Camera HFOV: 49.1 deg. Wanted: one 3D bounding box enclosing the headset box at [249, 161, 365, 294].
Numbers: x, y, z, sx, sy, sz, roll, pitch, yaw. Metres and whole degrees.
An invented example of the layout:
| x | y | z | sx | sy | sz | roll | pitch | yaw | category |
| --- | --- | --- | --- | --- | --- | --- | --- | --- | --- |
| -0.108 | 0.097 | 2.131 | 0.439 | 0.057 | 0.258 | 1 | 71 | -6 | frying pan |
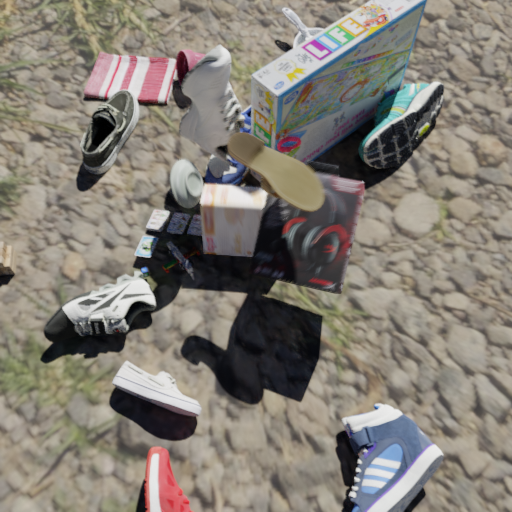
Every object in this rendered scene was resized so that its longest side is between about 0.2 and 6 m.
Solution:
| x | y | z | sx | sy | sz | roll | pitch | yaw | category |
| --- | --- | --- | --- | --- | --- | --- | --- | --- | --- |
| 0.936 | -0.561 | 9.899 | 1.627 | 0.821 | 2.189 | 14 | 90 | 13 | headset box |

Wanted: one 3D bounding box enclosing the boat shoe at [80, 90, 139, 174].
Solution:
| x | y | z | sx | sy | sz | roll | pitch | yaw | category |
| --- | --- | --- | --- | --- | --- | --- | --- | --- | --- |
| -3.421 | -3.102 | 13.157 | 0.880 | 0.793 | 2.490 | 9 | 60 | 6 | boat shoe |

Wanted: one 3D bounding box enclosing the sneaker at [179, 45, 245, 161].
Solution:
| x | y | z | sx | sy | sz | roll | pitch | yaw | category |
| --- | --- | --- | --- | --- | --- | --- | --- | --- | --- |
| -0.736 | -3.001 | 11.194 | 1.302 | 2.990 | 1.114 | 41 | 72 | 6 | sneaker |

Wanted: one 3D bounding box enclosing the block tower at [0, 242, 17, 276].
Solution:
| x | y | z | sx | sy | sz | roll | pitch | yaw | category |
| --- | --- | --- | --- | --- | --- | --- | --- | --- | --- |
| -5.950 | 0.130 | 11.396 | 1.929 | 0.521 | 0.558 | -7 | 58 | -5 | block tower |

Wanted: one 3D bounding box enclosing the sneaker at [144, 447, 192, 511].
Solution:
| x | y | z | sx | sy | sz | roll | pitch | yaw | category |
| --- | --- | --- | --- | --- | --- | --- | --- | --- | --- |
| -1.036 | 4.199 | 8.860 | 1.366 | 0.926 | 2.364 | -4 | 71 | -12 | sneaker |

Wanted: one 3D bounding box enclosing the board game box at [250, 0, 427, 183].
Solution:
| x | y | z | sx | sy | sz | roll | pitch | yaw | category |
| --- | --- | --- | --- | --- | --- | --- | --- | --- | --- |
| 1.724 | -3.646 | 12.259 | 4.372 | 2.939 | 0.748 | -38 | 67 | -21 | board game box |

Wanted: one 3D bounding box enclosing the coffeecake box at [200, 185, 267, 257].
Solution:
| x | y | z | sx | sy | sz | roll | pitch | yaw | category |
| --- | --- | --- | --- | --- | --- | --- | --- | --- | --- |
| -0.188 | -0.676 | 11.325 | 1.774 | 1.361 | 0.648 | 4 | 44 | 2 | coffeecake box |

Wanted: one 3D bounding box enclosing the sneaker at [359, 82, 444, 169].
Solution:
| x | y | z | sx | sy | sz | roll | pitch | yaw | category |
| --- | --- | --- | --- | --- | --- | --- | --- | --- | --- |
| 3.283 | -3.110 | 13.217 | 1.199 | 1.167 | 3.011 | 23 | 55 | 36 | sneaker |

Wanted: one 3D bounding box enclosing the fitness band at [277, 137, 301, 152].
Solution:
| x | y | z | sx | sy | sz | roll | pitch | yaw | category |
| --- | --- | --- | --- | --- | --- | --- | --- | --- | --- |
| 0.664 | -2.259 | 11.312 | 0.527 | 0.378 | 0.099 | -6 | 63 | -35 | fitness band |

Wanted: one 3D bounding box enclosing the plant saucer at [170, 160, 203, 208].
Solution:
| x | y | z | sx | sy | sz | roll | pitch | yaw | category |
| --- | --- | --- | --- | --- | --- | --- | --- | --- | --- |
| -1.233 | -1.352 | 10.446 | 0.226 | 0.900 | 0.900 | -3 | 53 | 34 | plant saucer |

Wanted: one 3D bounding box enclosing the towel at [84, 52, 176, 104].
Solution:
| x | y | z | sx | sy | sz | roll | pitch | yaw | category |
| --- | --- | --- | --- | --- | --- | --- | --- | --- | --- |
| -3.194 | -4.580 | 14.411 | 2.149 | 0.244 | 1.548 | 6 | 60 | 3 | towel |

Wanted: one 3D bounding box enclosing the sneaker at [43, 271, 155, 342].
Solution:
| x | y | z | sx | sy | sz | roll | pitch | yaw | category |
| --- | --- | --- | --- | --- | --- | --- | --- | --- | --- |
| -2.918 | 1.153 | 10.612 | 2.150 | 0.797 | 0.951 | -30 | 61 | -16 | sneaker |

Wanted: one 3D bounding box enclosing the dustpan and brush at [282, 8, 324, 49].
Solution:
| x | y | z | sx | sy | sz | roll | pitch | yaw | category |
| --- | --- | --- | --- | --- | --- | --- | --- | --- | --- |
| 1.437 | -5.625 | 14.760 | 1.723 | 0.707 | 2.469 | -31 | 64 | -17 | dustpan and brush |

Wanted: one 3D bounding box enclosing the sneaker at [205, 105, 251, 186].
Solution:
| x | y | z | sx | sy | sz | roll | pitch | yaw | category |
| --- | --- | --- | --- | --- | --- | --- | --- | --- | --- |
| -0.378 | -2.644 | 12.668 | 0.965 | 1.129 | 2.563 | 27 | 69 | 11 | sneaker |

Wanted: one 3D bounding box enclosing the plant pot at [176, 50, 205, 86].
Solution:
| x | y | z | sx | sy | sz | roll | pitch | yaw | category |
| --- | --- | --- | --- | --- | --- | --- | --- | --- | --- |
| -1.486 | -4.731 | 14.173 | 0.835 | 0.933 | 0.933 | -11 | 58 | -26 | plant pot |

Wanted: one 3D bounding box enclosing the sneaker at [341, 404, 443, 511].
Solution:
| x | y | z | sx | sy | sz | roll | pitch | yaw | category |
| --- | --- | --- | --- | --- | --- | --- | --- | --- | --- |
| 1.825 | 3.492 | 9.296 | 2.176 | 0.876 | 1.593 | -43 | 50 | -10 | sneaker |

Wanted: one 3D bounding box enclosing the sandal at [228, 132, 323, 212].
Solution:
| x | y | z | sx | sy | sz | roll | pitch | yaw | category |
| --- | --- | --- | --- | --- | --- | --- | --- | --- | --- |
| 0.337 | -1.309 | 9.317 | 1.909 | 0.628 | 0.700 | 39 | 75 | 14 | sandal |

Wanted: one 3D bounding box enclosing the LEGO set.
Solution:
| x | y | z | sx | sy | sz | roll | pitch | yaw | category |
| --- | --- | --- | --- | --- | --- | --- | --- | --- | --- |
| -1.791 | -0.176 | 11.786 | 1.301 | 0.428 | 1.742 | 7 | 52 | 10 | LEGO set |

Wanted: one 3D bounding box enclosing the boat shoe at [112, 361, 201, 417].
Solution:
| x | y | z | sx | sy | sz | roll | pitch | yaw | category |
| --- | --- | --- | --- | --- | --- | --- | --- | --- | --- |
| -1.716 | 2.361 | 10.033 | 1.712 | 0.616 | 0.562 | 15 | 64 | 19 | boat shoe |
